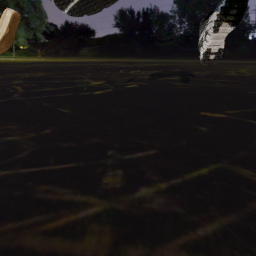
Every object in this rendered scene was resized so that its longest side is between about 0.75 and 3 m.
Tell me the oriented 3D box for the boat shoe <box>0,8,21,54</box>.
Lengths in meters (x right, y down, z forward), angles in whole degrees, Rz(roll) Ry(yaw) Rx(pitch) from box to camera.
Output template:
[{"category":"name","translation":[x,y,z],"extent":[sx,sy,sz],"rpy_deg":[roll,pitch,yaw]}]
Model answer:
[{"category":"boat shoe","translation":[-2.079,-1.642,4.739],"extent":[0.270,0.782,0.288],"rpy_deg":[39,17,18]}]

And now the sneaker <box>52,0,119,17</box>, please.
[{"category":"sneaker","translation":[0.197,-2.574,3.670],"extent":[2.851,1.140,1.051],"rpy_deg":[-17,-23,8]}]

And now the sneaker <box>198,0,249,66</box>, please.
[{"category":"sneaker","translation":[2.214,-2.626,6.968],"extent":[0.708,2.132,0.964],"rpy_deg":[-3,56,-11]}]
